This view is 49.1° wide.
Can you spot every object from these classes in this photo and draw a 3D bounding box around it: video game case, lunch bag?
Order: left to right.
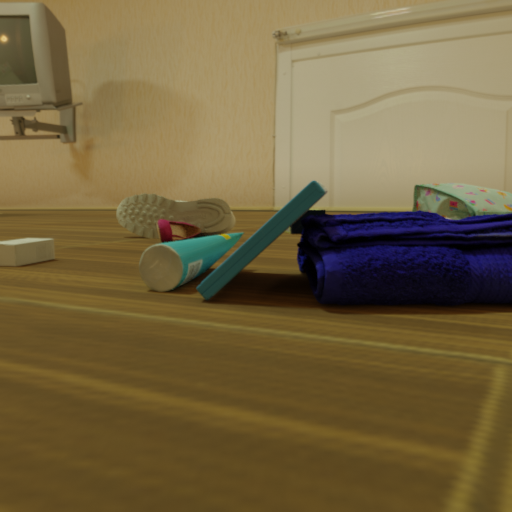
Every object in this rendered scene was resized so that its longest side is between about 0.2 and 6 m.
[{"bbox_3d":[0.177,-0.268,6.544,1.609,0.200,2.248,-42,0,10],"label":"video game case"},{"bbox_3d":[5.012,-1.027,13.244,1.777,1.272,2.087,-3,15,-28],"label":"lunch bag"}]

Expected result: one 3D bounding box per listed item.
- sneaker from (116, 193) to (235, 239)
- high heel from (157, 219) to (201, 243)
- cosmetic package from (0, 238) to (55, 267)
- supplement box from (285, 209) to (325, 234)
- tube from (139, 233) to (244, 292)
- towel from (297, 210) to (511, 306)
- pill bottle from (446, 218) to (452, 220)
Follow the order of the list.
[{"bbox_3d":[-2.035,-0.907,14.275,2.990,1.142,1.203,5,-4,4],"label":"sneaker"},{"bbox_3d":[-1.751,-0.574,12.725,0.789,0.554,1.645,-10,-7,3],"label":"high heel"},{"bbox_3d":[-3.698,-0.066,8.870,0.507,0.356,1.000,2,6,15],"label":"cosmetic package"},{"bbox_3d":[1.337,-0.972,15.717,0.995,0.668,0.994,-1,6,-11],"label":"supplement box"},{"bbox_3d":[-0.755,0.028,7.151,0.817,0.532,2.109,-33,-4,17],"label":"tube"},{"bbox_3d":[2.497,-0.132,6.519,4.005,0.992,2.958,0,7,0],"label":"towel"},{"bbox_3d":[3.967,-0.484,11.392,0.505,0.505,0.884,6,-1,43],"label":"pill bottle"}]
